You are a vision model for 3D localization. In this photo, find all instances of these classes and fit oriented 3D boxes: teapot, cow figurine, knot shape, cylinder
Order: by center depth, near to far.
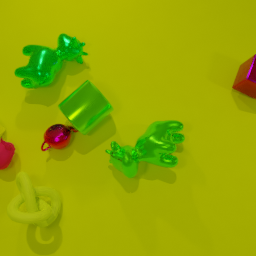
[{"bbox_3d":[-2.015,1.620,5.947,0.624,1.263,1.350,-39,103,6],"label":"knot shape"},{"bbox_3d":[-3.055,0.613,6.727,0.549,1.121,0.697,26,38,-24],"label":"teapot"},{"bbox_3d":[0.413,0.446,6.771,1.664,0.928,1.691,5,44,23],"label":"cow figurine"},{"bbox_3d":[-1.039,-0.506,6.963,1.000,1.000,1.000,-42,75,-3],"label":"cylinder"},{"bbox_3d":[-1.712,0.230,7.036,1.106,0.541,0.687,-35,49,-27],"label":"teapot"},{"bbox_3d":[-2.002,-1.799,7.561,1.687,0.941,1.714,1,57,6],"label":"cow figurine"}]

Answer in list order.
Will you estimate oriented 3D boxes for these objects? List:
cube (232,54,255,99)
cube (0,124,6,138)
[{"bbox_3d":[3.368,-1.333,7.385,0.761,0.761,0.761,24,78,-3],"label":"cube"},{"bbox_3d":[-3.862,0.083,6.788,1.030,1.030,1.030,26,75,8],"label":"cube"}]
